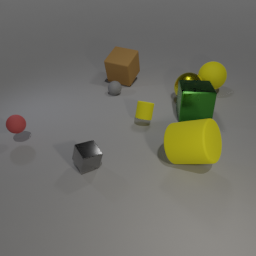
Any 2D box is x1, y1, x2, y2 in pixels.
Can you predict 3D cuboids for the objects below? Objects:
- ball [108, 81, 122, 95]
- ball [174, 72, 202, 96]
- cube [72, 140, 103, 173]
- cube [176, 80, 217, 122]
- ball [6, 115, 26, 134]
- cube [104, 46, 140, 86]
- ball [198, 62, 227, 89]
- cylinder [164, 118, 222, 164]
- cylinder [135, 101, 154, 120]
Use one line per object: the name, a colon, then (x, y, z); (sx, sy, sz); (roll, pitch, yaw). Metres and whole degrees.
ball: (-0.674, -2.041, 14.233); (0.700, 0.700, 0.700); (0, 32, 0)
ball: (2.908, -1.950, 13.390); (1.400, 1.400, 1.400); (0, 32, 0)
cube: (-1.344, 0.936, 9.216); (0.700, 0.700, 0.700); (-13, 48, -33)
cube: (2.898, -1.174, 12.132); (1.400, 1.400, 1.400); (2, 31, 2)
ball: (-4.106, -0.142, 10.279); (0.700, 0.700, 0.700); (0, 32, 0)
cube: (-0.288, -3.351, 15.184); (1.400, 1.400, 1.400); (16, 55, 19)
ball: (4.248, -2.635, 14.125); (1.400, 1.400, 1.400); (0, 32, 0)
cylinder: (2.098, 0.459, 9.050); (1.400, 1.400, 1.400); (-7, 22, 39)
cylinder: (0.689, -0.725, 11.576); (0.700, 0.700, 0.700); (9, 8, -1)
